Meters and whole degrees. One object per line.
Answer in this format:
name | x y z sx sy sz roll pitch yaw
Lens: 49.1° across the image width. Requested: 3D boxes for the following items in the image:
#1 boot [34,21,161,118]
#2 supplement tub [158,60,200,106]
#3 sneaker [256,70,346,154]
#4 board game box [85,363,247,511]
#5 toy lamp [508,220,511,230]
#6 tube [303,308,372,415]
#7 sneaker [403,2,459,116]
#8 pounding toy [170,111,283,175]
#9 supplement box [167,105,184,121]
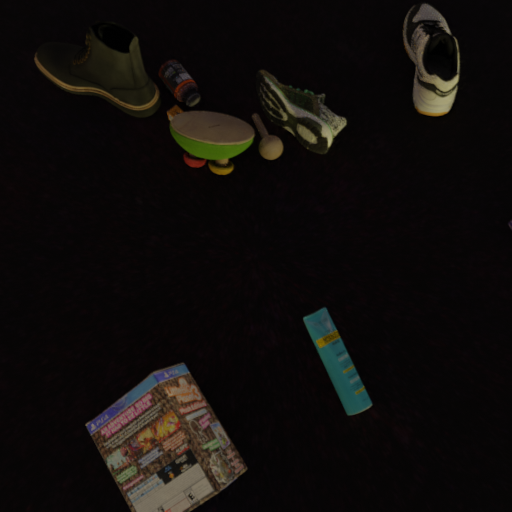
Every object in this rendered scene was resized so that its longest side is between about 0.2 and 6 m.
boot | -3.571 -4.413 11.987 3.092 2.139 1.198 21 71 8
supplement tub | -1.705 -3.868 12.630 0.564 0.564 1.055 -33 74 -12
sneaker | 0.976 -3.280 12.273 1.075 0.933 2.427 -37 74 -24
board game box | -1.499 3.176 9.324 1.675 1.017 2.101 -38 75 17
toy lamp | 5.670 -0.310 11.433 0.349 0.349 1.198 -39 77 -13
tube | 1.485 1.931 10.325 0.491 0.755 1.949 -31 80 34
sneaker | 4.060 -4.686 12.538 1.137 1.317 3.006 -3 68 1
pounding toy | -0.736 -2.258 11.815 2.239 1.039 1.728 -5 36 -24
supplement box | -1.594 -2.948 12.436 0.283 0.293 0.851 -41 76 -14
